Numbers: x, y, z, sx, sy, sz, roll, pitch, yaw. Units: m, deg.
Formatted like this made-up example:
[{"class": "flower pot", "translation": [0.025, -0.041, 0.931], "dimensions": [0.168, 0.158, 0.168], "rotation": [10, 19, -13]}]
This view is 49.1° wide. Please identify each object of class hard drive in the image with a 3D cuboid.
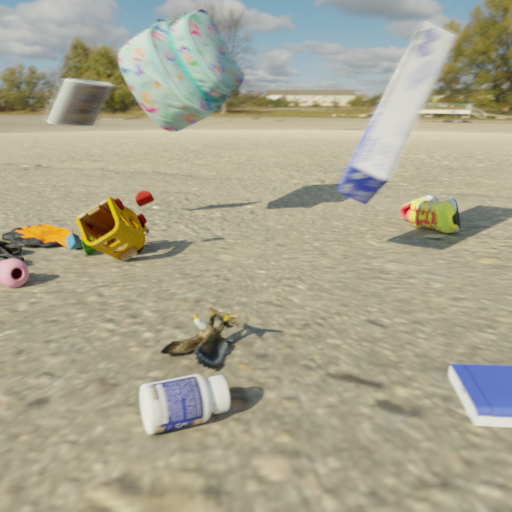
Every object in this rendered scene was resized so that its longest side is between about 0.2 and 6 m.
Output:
[{"class": "hard drive", "translation": [2.681, 1.320, 5.310], "dimensions": [1.434, 0.182, 0.946], "rotation": [1, 16, 4]}]

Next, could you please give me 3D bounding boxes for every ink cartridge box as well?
[{"class": "ink cartridge box", "translation": [2.247, -2.285, 9.152], "dimensions": [0.604, 2.731, 1.284], "rotation": [27, -12, 2]}]

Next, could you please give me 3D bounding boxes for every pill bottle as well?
[{"class": "pill bottle", "translation": [-0.629, 1.289, 4.964], "dimensions": [0.728, 0.436, 0.436], "rotation": [-7, 17, -22]}]

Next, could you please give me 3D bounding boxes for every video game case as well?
[{"class": "video game case", "translation": [-3.456, -2.992, 10.991], "dimensions": [0.976, 1.071, 0.123], "rotation": [-13, 61, -49]}]

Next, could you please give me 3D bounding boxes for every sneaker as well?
[{"class": "sneaker", "translation": [3.736, -0.849, 12.140], "dimensions": [0.858, 0.743, 1.901], "rotation": [-10, 11, -7]}]

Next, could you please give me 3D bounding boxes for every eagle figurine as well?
[{"class": "eagle figurine", "translation": [-0.586, 0.934, 6.274], "dimensions": [0.852, 0.643, 0.646], "rotation": [-56, 7, -36]}]

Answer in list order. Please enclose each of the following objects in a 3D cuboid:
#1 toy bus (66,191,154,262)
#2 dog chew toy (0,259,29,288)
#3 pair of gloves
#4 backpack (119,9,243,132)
[{"class": "toy bus", "translation": [-2.396, -0.346, 9.910], "dimensions": [1.621, 1.530, 0.838], "rotation": [-11, 63, -31]}, {"class": "dog chew toy", "translation": [-3.822, 0.253, 8.649], "dimensions": [0.449, 0.449, 0.721], "rotation": [-15, 13, -42]}, {"class": "pair of gloves", "translation": [-4.540, -0.234, 10.565], "dimensions": [2.106, 0.292, 2.364], "rotation": [9, 19, 29]}, {"class": "backpack", "translation": [-1.546, -3.802, 11.558], "dimensions": [1.851, 2.182, 2.458], "rotation": [-21, 20, 33]}]
